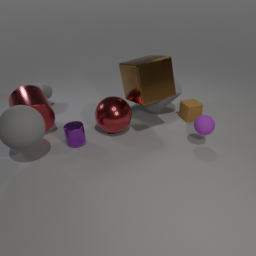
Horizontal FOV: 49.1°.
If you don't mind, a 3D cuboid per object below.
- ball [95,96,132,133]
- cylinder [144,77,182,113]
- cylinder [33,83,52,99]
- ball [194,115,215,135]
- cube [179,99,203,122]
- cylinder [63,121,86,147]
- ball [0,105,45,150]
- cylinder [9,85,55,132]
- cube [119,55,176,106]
[{"bbox_3d":[-0.550,-0.497,10.560,1.400,1.400,1.400,0,30,0],"label":"ball"},{"bbox_3d":[1.313,-1.569,11.862,1.400,1.400,1.400,33,35,-26],"label":"cylinder"},{"bbox_3d":[-3.753,-1.581,12.115,0.700,0.700,0.700,9,9,15],"label":"cylinder"},{"bbox_3d":[2.620,-0.104,9.600,0.700,0.700,0.700,0,30,0],"label":"ball"},{"bbox_3d":[2.612,-0.741,11.671,0.700,0.700,0.700,-10,31,-19],"label":"cube"},{"bbox_3d":[-1.884,0.212,9.956,0.700,0.700,0.700,-4,29,2],"label":"cylinder"},{"bbox_3d":[-3.288,-0.011,8.671,1.400,1.400,1.400,0,30,0],"label":"ball"},{"bbox_3d":[-3.595,-0.665,10.469,1.400,1.400,1.400,-15,45,-24],"label":"cylinder"},{"bbox_3d":[0.692,-1.758,10.061,1.400,1.400,1.400,-20,23,-21],"label":"cube"}]
